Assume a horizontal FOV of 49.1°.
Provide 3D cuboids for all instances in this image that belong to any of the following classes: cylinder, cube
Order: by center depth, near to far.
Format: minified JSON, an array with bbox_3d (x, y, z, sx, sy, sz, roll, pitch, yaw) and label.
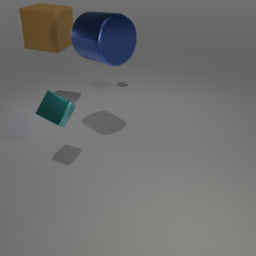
[{"bbox_3d":[-1.922,-0.490,7.526,0.700,0.700,0.700,27,-4,2],"label":"cube"},{"bbox_3d":[-0.705,-2.610,8.145,1.400,1.400,1.400,-23,33,-35],"label":"cylinder"},{"bbox_3d":[-2.948,-3.729,10.374,1.400,1.400,1.400,11,33,11],"label":"cube"}]
